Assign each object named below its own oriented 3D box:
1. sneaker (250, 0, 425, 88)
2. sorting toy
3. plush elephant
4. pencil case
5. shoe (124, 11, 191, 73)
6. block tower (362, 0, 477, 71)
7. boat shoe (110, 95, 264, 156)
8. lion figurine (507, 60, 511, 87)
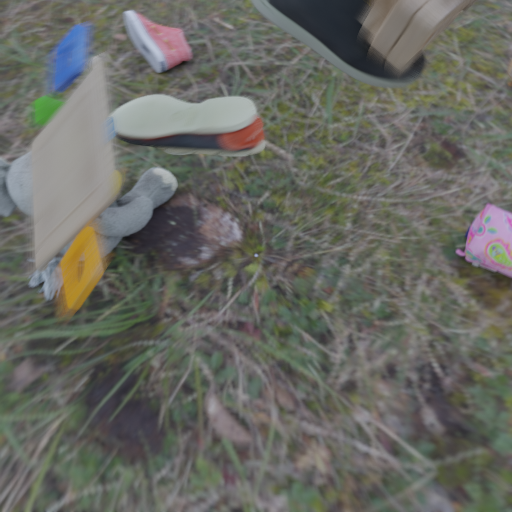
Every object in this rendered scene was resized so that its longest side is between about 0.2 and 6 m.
[{"bbox_3d":[1.316,-3.019,6.691,2.572,1.366,0.962,18,58,-24],"label":"sneaker"},{"bbox_3d":[-1.738,-0.824,5.488,0.403,1.668,2.962,11,56,-40],"label":"sorting toy"},{"bbox_3d":[-2.773,-0.991,8.204,2.245,2.111,2.726,17,58,11],"label":"plush elephant"},{"bbox_3d":[4.164,0.075,8.249,2.205,0.964,0.964,28,61,18],"label":"pencil case"},{"bbox_3d":[-2.013,-4.477,11.486,0.778,0.611,1.711,-27,65,-18],"label":"shoe"},{"bbox_3d":[2.319,-3.274,6.544,0.730,0.782,2.704,44,62,3],"label":"block tower"},{"bbox_3d":[-0.843,-1.475,6.586,1.916,0.599,0.682,3,61,19],"label":"boat shoe"},{"bbox_3d":[5.352,-3.542,10.715,1.294,0.792,0.469,-14,57,-10],"label":"lion figurine"}]
